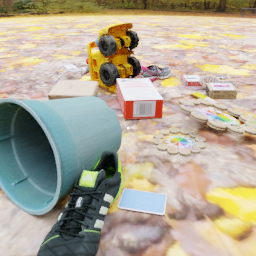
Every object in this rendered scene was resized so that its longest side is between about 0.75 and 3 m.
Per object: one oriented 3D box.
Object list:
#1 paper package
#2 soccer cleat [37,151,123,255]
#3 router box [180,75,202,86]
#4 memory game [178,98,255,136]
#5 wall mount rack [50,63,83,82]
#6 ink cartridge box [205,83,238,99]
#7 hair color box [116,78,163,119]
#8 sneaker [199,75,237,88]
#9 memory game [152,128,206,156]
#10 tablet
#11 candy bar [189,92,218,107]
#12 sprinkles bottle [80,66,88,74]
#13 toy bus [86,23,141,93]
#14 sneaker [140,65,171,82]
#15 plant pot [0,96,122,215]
[{"bbox_3d":[-2.038,-1.160,10.782,1.693,0.919,1.776,1,26,1],"label":"paper package"},{"bbox_3d":[-0.834,1.498,5.237,1.009,1.211,2.989,8,28,14],"label":"soccer cleat"},{"bbox_3d":[3.148,-2.352,13.855,0.908,0.247,1.012,-2,27,-4],"label":"router box"},{"bbox_3d":[3.077,-0.468,9.486,2.876,0.183,2.876,12,23,-5],"label":"memory game"},{"bbox_3d":[-3.226,-2.876,14.555,1.481,0.635,1.704,-10,28,-26],"label":"wall mount rack"},{"bbox_3d":[4.050,-1.622,12.218,1.166,0.438,0.961,1,28,3],"label":"ink cartridge box"},{"bbox_3d":[0.378,-1.216,11.013,1.415,0.816,2.552,-2,28,-8],"label":"hair color box"},{"bbox_3d":[4.139,-2.098,13.014,1.685,0.659,0.651,11,24,3],"label":"sneaker"},{"bbox_3d":[1.569,0.385,8.646,1.670,0.106,1.670,0,27,0],"label":"memory game"},{"bbox_3d":[0.334,1.635,6.238,1.016,0.069,0.661,6,27,10],"label":"tablet"},{"bbox_3d":[3.170,-1.241,11.758,0.397,0.176,1.592,-15,31,-20],"label":"candy bar"},{"bbox_3d":[-2.201,-3.279,15.565,0.350,0.350,1.025,18,32,31],"label":"sprinkles bottle"},{"bbox_3d":[-0.997,-3.338,13.018,2.773,2.888,1.960,19,34,39],"label":"toy bus"},{"bbox_3d":[1.479,-2.888,14.345,2.043,0.763,0.824,-22,34,-37],"label":"sneaker"},{"bbox_3d":[-1.533,0.316,6.543,2.450,2.450,2.400,18,25,31],"label":"plant pot"}]
